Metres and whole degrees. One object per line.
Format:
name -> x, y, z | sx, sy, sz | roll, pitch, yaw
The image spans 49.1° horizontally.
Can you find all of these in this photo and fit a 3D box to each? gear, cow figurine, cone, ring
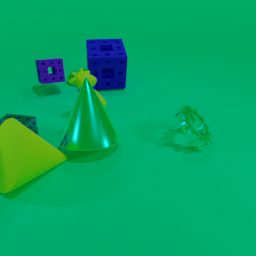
gear -> 1.765, -0.032, 7.417 | 1.240, 0.229, 1.240 | 30, 40, -29
cow figurine -> -1.260, -1.023, 8.422 | 0.745, 1.335, 1.357 | -36, 1, -30
cone -> -2.033, 0.665, 6.468 | 1.585, 1.579, 1.579 | 10, 16, -46
ring -> -1.947, -2.088, 11.567 | 1.129, 0.226, 1.129 | -3, 41, 2
cone -> -1.002, -0.467, 7.134 | 1.653, 1.659, 1.653 | -3, 14, 1

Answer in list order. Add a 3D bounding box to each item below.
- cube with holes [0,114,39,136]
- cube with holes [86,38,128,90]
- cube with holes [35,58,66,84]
cube with holes -> -2.878, 0.215, 7.191 | 0.825, 0.825, 0.825 | 6, 31, 10
cube with holes -> -0.844, -2.455, 10.761 | 1.387, 1.387, 1.387 | -4, 45, -9
cube with holes -> -2.871, -2.113, 10.334 | 0.836, 0.836, 0.836 | -11, 18, -25
